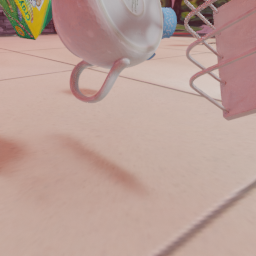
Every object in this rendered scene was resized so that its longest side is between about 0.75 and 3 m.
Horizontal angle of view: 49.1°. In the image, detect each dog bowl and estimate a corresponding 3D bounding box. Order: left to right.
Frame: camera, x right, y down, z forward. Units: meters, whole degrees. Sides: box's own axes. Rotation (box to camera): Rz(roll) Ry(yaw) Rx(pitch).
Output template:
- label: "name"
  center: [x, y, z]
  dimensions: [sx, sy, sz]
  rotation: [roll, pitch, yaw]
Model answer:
- label: "dog bowl"
  center: [0.780, -3.157, 9.382]
  dimensions: [0.482, 1.946, 1.085]
  rotation: [-1, 58, -39]

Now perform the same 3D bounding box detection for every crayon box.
- label: "crayon box"
  center: [-2.753, -3.529, 7.233]
  dimensions: [0.610, 2.094, 1.244]
  rotation: [13, 61, 19]

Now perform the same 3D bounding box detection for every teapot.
- label: "teapot"
  center: [-0.480, -1.761, 4.513]
  dimensions: [1.482, 2.003, 2.029]
  rotation: [-11, 32, 39]

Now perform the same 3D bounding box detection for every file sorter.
- label: "file sorter"
  center: [1.696, -1.507, 3.955]
  dimensions: [1.379, 2.215, 1.537]
  rotation: [22, -30, -40]
